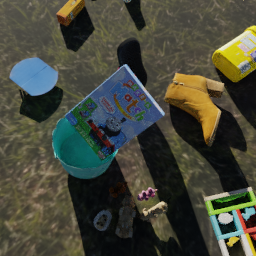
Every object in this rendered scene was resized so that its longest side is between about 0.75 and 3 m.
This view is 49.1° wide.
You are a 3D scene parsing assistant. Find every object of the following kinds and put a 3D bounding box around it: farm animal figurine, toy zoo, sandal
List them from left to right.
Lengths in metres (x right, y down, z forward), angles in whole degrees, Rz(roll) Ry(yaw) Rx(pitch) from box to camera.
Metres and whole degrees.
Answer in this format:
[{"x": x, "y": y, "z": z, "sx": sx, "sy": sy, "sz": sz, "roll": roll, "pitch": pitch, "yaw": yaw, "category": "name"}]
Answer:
[{"x": 0.064, "y": -2.018, "z": 9.525, "sx": 1.032, "sy": 2.748, "sz": 0.619, "roll": -32, "pitch": 60, "yaw": -14, "category": "sandal"}, {"x": 0.132, "y": 2.516, "z": 8.433, "sx": 1.835, "sy": 0.957, "sz": 1.815, "roll": 27, "pitch": 79, "yaw": 5, "category": "farm animal figurine"}, {"x": 3.435, "y": 3.119, "z": 8.449, "sx": 1.567, "sy": 0.244, "sz": 2.388, "roll": -12, "pitch": 64, "yaw": -6, "category": "toy zoo"}]

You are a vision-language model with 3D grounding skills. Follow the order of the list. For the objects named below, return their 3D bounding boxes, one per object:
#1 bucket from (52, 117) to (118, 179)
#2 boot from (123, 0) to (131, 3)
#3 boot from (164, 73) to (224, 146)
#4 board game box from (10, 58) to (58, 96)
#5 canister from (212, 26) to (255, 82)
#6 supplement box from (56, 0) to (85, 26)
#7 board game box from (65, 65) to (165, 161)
[{"x": -1.327, "y": 0.557, "z": 8.942, "sx": 2.123, "sy": 1.381, "sz": 2.123, "roll": 4, "pitch": 63, "yaw": -8, "category": "bucket"}, {"x": 0.141, "y": -6.478, "z": 12.925, "sx": 0.500, "sy": 0.650, "sz": 1.360, "roll": 17, "pitch": 65, "yaw": 8, "category": "boot"}, {"x": 2.264, "y": -0.729, "z": 10.045, "sx": 1.998, "sy": 0.982, "sz": 2.791, "roll": 11, "pitch": 61, "yaw": 12, "category": "boot"}, {"x": -3.603, "y": -1.939, "z": 10.898, "sx": 1.782, "sy": 0.347, "sz": 1.408, "roll": 37, "pitch": 65, "yaw": 11, "category": "board game box"}, {"x": 4.590, "y": -2.910, "z": 11.048, "sx": 2.099, "sy": 0.908, "sz": 1.559, "roll": -33, "pitch": 68, "yaw": -14, "category": "canister"}, {"x": -2.506, "y": -5.241, "z": 12.410, "sx": 0.504, "sy": 0.521, "sz": 1.515, "roll": 28, "pitch": 69, "yaw": 12, "category": "supplement box"}, {"x": -0.408, "y": -0.385, "z": 8.015, "sx": 2.315, "sy": 0.424, "sz": 1.751, "roll": -37, "pitch": 95, "yaw": 18, "category": "board game box"}]
